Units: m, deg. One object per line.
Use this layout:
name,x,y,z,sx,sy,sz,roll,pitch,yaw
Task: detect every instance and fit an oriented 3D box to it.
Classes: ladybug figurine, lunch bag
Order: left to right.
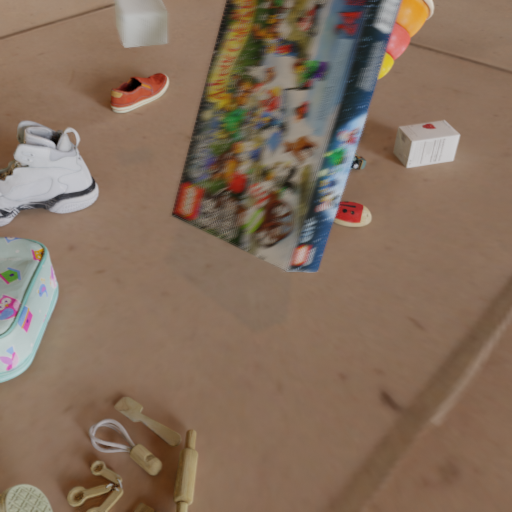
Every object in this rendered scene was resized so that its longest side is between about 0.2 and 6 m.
lunch bag,-4.571,0.803,8.221,2.869,1.106,2.301,-1,44,0
ladybug figurine,1.765,-0.822,10.650,0.861,0.310,0.584,7,42,7

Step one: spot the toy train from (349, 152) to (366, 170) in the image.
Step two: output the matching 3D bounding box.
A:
toy train,2.062,-2.109,12.142,0.412,0.308,0.722,-5,38,-25

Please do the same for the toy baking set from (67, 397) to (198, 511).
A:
toy baking set,-1.456,2.558,6.899,1.508,0.229,1.965,4,42,4

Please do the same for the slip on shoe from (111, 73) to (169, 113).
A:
slip on shoe,-2.961,-4.312,14.369,0.741,0.612,2.000,22,45,25

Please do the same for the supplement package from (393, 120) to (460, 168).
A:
supplement package,3.696,-2.442,12.199,1.138,0.682,0.690,-10,43,-12

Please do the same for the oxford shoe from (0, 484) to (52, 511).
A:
oxford shoe,-2.255,3.493,5.574,0.679,0.885,2.353,-43,54,14

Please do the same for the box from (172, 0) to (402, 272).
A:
box,0.244,-1.891,7.712,2.489,3.645,0.687,25,14,40

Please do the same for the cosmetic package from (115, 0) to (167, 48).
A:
cosmetic package,-1.970,-4.041,9.581,0.763,0.629,0.629,-12,57,-17

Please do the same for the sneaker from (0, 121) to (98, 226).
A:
sneaker,-4.536,-1.546,10.445,2.882,1.656,1.083,-10,43,-12

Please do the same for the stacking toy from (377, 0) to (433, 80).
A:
stacking toy,2.173,-3.883,10.526,1.690,2.313,1.690,19,5,-2
